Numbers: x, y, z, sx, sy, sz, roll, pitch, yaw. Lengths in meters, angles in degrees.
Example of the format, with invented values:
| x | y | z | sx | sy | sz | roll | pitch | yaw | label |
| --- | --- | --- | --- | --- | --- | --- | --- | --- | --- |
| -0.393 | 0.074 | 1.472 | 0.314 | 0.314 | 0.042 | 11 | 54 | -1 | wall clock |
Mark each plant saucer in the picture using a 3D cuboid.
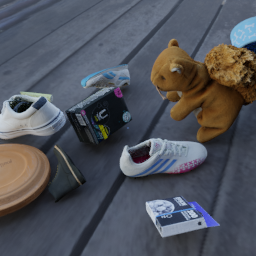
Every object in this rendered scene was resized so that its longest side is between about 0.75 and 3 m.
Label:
| x | y | z | sx | sy | sz | roll | pitch | yaw | label |
| --- | --- | --- | --- | --- | --- | --- | --- | --- | --- |
| -3.068 | 1.083 | 6.623 | 2.371 | 0.383 | 2.371 | 2 | 33 | -1 | plant saucer |

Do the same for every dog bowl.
| x | y | z | sx | sy | sz | roll | pitch | yaw | label |
| --- | --- | --- | --- | --- | --- | --- | --- | --- | --- |
| 4.171 | -2.269 | 8.869 | 1.609 | 2.887 | 0.716 | -2 | 68 | 26 | dog bowl |

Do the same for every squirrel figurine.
| x | y | z | sx | sy | sz | roll | pitch | yaw | label |
| --- | --- | --- | --- | --- | --- | --- | --- | --- | --- |
| 2.031 | -1.315 | 7.286 | 2.728 | 2.547 | 1.931 | -29 | 33 | 38 | squirrel figurine |

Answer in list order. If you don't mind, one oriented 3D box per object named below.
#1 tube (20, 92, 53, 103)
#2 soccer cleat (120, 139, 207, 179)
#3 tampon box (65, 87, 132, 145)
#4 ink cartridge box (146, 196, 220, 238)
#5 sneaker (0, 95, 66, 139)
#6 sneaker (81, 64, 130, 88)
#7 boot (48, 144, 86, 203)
| x | y | z | sx | sy | sz | roll | pitch | yaw | label |
| --- | --- | --- | --- | --- | --- | --- | --- | --- | --- |
| -2.929 | -0.999 | 8.975 | 1.003 | 0.291 | 0.260 | 7 | 23 | 4 | tube |
| 0.943 | 0.653 | 6.899 | 2.318 | 1.001 | 0.810 | -11 | 46 | -11 | soccer cleat |
| -0.779 | -0.352 | 7.692 | 1.392 | 1.043 | 0.879 | -37 | 26 | -30 | tampon box |
| 1.043 | 1.699 | 5.600 | 1.135 | 0.246 | 1.124 | -7 | 10 | -10 | ink cartridge box |
| -2.813 | -0.389 | 7.315 | 2.795 | 0.989 | 1.021 | -5 | 37 | 34 | sneaker |
| -0.652 | -1.546 | 9.165 | 1.888 | 0.762 | 0.722 | -23 | 14 | -36 | sneaker |
| -1.672 | 1.052 | 6.663 | 0.856 | 0.479 | 1.238 | -38 | 59 | -8 | boot |
